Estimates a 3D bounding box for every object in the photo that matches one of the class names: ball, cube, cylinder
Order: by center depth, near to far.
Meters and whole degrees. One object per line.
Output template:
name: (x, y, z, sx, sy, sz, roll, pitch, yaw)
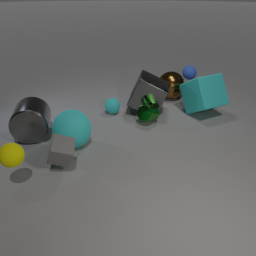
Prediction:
ball: (-3.280, 0.765, 7.876, 0.700, 0.700, 0.700, 0, 28, 0)
cube: (-2.078, 0.704, 8.741, 0.700, 0.700, 0.700, 12, 46, -16)
ball: (-2.033, 0.029, 10.165, 1.400, 1.400, 1.400, 0, 28, 0)
cylinder: (-3.733, -0.317, 10.790, 1.400, 1.400, 1.400, -5, 28, -8)
cylinder: (0.862, -0.632, 11.845, 0.700, 0.700, 0.700, 21, 15, 34)
cube: (3.394, -1.518, 12.547, 1.400, 1.400, 1.400, -14, 0, -25)
cube: (0.923, -1.562, 12.704, 1.400, 1.400, 1.400, 25, 29, -4)
ball: (-0.711, -1.018, 12.783, 0.700, 0.700, 0.700, 0, 28, 0)
ball: (3.048, -2.741, 13.863, 0.700, 0.700, 0.700, 0, 28, 0)
ball: (2.194, -2.180, 14.287, 1.400, 1.400, 1.400, 0, 28, 0)
